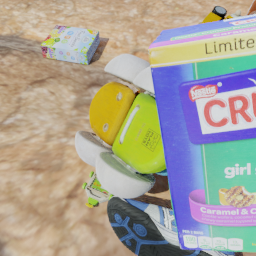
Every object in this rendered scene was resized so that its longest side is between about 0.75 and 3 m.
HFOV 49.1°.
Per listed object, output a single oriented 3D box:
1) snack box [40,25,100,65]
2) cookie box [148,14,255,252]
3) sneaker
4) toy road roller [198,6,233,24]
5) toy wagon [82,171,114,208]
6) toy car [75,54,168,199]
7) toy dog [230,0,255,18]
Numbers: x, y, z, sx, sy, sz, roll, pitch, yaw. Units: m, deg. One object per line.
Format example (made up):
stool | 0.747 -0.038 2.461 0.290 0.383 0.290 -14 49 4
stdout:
snack box | -1.862 -2.777 9.249 1.558 0.527 1.314 11 51 7
cookie box | 1.687 0.142 3.399 2.423 2.832 1.064 -5 25 17
sneaker | 0.747 1.951 5.262 2.521 0.955 0.971 25 33 18
toy road roller | 2.972 -3.115 9.243 1.227 1.033 1.681 36 58 12
toy wagon | -0.632 1.343 6.089 0.710 0.181 0.915 19 54 16
toy car | 0.384 0.003 5.956 2.163 2.524 2.884 21 9 -35
toy dog | 4.898 -3.853 9.679 2.533 1.220 1.670 -10 51 -8
